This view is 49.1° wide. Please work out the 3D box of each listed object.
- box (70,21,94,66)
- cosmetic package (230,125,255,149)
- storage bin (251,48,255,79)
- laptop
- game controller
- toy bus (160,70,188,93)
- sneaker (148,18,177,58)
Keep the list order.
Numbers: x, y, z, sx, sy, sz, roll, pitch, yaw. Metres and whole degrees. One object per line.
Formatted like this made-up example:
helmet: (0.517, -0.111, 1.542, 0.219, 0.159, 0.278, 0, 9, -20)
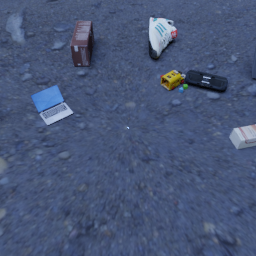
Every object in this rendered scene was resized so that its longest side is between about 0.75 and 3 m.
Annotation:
box: (-2.041, -3.872, 12.738, 0.808, 1.080, 2.156, 2, 49, 2)
cosmetic package: (4.150, 0.272, 9.498, 1.147, 0.500, 0.593, -11, 50, -10)
storage bin: (5.895, -2.834, 11.188, 1.578, 2.350, 1.710, 7, 48, 22)
laptop: (-2.805, -0.861, 10.383, 1.073, 0.664, 1.146, -29, 55, -22)
game controller: (3.220, -1.964, 11.544, 1.740, 0.366, 0.908, 16, 52, 13)
toy bus: (1.899, -2.054, 11.466, 1.099, 0.602, 1.165, 3, 49, 2)
sneaker: (1.650, -4.349, 13.177, 1.365, 1.028, 2.920, -1, 46, 7)
